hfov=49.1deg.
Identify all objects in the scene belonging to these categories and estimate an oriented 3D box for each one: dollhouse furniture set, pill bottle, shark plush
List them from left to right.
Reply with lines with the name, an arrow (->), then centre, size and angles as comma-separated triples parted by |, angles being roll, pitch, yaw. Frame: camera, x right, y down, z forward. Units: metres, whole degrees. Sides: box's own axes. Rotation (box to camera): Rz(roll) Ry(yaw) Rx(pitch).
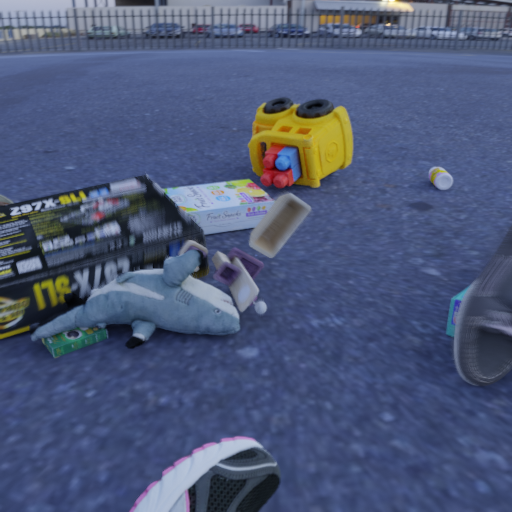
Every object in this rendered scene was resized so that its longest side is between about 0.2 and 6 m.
shark plush -> -1.670, 0.744, 7.850 | 2.789, 1.267, 1.162 | -1, 55, -24
dollhouse furniture set -> 0.001, -0.123, 8.276 | 1.444, 1.823, 1.294 | 30, 15, -33
pill bottle -> 4.641, -1.988, 14.186 | 0.432, 0.432, 0.828 | 0, 25, -1

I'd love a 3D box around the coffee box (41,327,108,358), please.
coffee box -> -2.571, 1.139, 7.920 | 0.790, 0.174, 0.486 | -19, 31, -35

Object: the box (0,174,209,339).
box -> -3.064, -0.165, 9.390 | 3.731, 0.921, 2.980 | -17, 31, -23

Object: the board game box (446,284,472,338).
board game box -> 4.533, 0.724, 8.206 | 2.250, 0.666, 2.959 | 23, 34, 39

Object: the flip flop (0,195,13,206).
flip flop -> -4.748, -0.697, 10.675 | 1.815, 0.523, 0.736 | 40, 58, 18

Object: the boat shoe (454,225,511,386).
boat shoe -> 3.245, 0.346, 6.839 | 0.906, 2.711, 0.773 | 27, -4, 1

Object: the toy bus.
toy bus -> 0.734, -2.721, 14.510 | 2.750, 1.866, 2.640 | 16, 46, 35

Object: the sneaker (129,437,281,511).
sneaker -> -0.651, 2.588, 4.162 | 1.167, 1.086, 2.704 | 29, 47, 31

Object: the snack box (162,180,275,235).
snack box -> -0.921, -1.045, 11.985 | 2.284, 0.605, 1.624 | -9, 26, -18
